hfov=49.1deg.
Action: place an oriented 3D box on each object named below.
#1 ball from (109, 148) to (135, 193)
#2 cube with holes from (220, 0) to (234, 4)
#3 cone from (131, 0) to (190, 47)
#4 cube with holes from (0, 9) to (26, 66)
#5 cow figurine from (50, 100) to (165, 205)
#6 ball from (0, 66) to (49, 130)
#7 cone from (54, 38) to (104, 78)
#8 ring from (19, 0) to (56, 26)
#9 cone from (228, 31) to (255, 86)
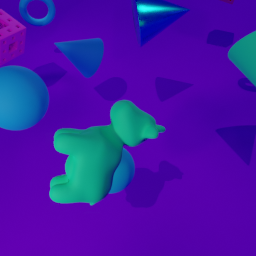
[{"bbox_3d":[-0.293,0.679,4.689,0.813,0.813,0.813,0,49,0],"label":"ball"},{"bbox_3d":[3.012,-4.454,8.524,0.811,0.811,0.811,20,54,4],"label":"cube with holes"},{"bbox_3d":[0.742,-2.408,5.941,1.176,1.172,1.172,-10,50,0],"label":"cone"},{"bbox_3d":[-3.458,-2.453,7.595,0.900,0.900,0.900,37,49,4],"label":"cube with holes"},{"bbox_3d":[-0.238,0.296,3.318,1.261,1.282,0.704,5,6,-15],"label":"cow figurine"},{"bbox_3d":[-1.675,-0.442,4.181,0.955,0.955,0.955,0,49,0],"label":"ball"},{"bbox_3d":[-1.370,-1.966,7.161,1.093,1.089,1.089,14,39,-36],"label":"cone"},{"bbox_3d":[-2.838,-3.712,8.802,1.095,1.095,0.219,-12,52,-10],"label":"ring"},{"bbox_3d":[2.159,-0.637,3.918,1.220,1.220,1.224,-7,79,-6],"label":"cone"}]
